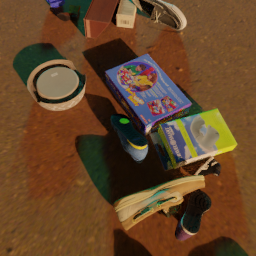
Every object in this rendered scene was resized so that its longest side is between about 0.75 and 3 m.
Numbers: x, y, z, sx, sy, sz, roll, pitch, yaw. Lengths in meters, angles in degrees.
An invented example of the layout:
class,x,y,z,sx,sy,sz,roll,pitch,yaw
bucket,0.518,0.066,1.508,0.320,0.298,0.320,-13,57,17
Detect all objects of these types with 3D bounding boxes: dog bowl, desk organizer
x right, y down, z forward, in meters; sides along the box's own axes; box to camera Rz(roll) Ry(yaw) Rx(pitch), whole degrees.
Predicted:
class,x,y,z,sx,sy,sz,roll,pitch,yaw
dog bowl,-2.615,-1.583,10.548,2.172,0.637,2.172,0,57,0
desk organizer,-1.041,-5.317,12.681,1.104,1.028,2.866,11,59,4

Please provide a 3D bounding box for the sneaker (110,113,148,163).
class,x,y,z,sx,sy,sz,roll,pitch,yaw
sneaker,-0.053,0.306,9.315,0.711,0.845,2.156,-12,39,-24

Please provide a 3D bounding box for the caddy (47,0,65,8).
class,x,y,z,sx,sy,sz,roll,pitch,yaw
caddy,-3.455,-6.228,13.473,0.910,0.643,0.478,-19,66,-13

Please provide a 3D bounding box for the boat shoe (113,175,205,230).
class,x,y,z,sx,sy,sz,roll,pitch,yaw
boat shoe,1.011,2.132,8.095,2.806,1.038,0.931,-17,72,-8

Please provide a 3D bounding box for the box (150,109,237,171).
class,x,y,z,sx,sy,sz,roll,pitch,yaw
box,2.133,0.356,9.323,2.452,0.584,1.495,-16,64,-10

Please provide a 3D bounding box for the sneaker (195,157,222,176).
class,x,y,z,sx,sy,sz,roll,pitch,yaw
sneaker,2.568,1.392,8.837,1.017,0.372,0.569,-39,66,-22

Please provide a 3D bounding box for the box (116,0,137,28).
class,x,y,z,sx,sy,sz,roll,pitch,yaw
box,-0.055,-5.263,12.833,0.785,0.669,1.228,8,58,4

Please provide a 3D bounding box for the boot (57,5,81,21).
class,x,y,z,sx,sy,sz,roll,pitch,yaw
boot,-2.782,-5.508,13.181,0.995,0.362,1.057,0,57,1

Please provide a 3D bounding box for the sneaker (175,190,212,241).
class,x,y,z,sx,sy,sz,roll,pitch,yaw
sneaker,1.786,2.475,8.035,0.660,0.763,1.743,39,40,13

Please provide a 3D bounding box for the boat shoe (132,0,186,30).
class,x,y,z,sx,sy,sz,roll,pitch,yaw
boat shoe,1.307,-5.115,12.461,2.697,0.972,0.957,38,64,11

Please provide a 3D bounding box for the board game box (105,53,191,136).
class,x,y,z,sx,sy,sz,roll,pitch,yaw
board game box,0.670,-1.334,10.380,1.925,0.641,2.863,-26,61,-15
